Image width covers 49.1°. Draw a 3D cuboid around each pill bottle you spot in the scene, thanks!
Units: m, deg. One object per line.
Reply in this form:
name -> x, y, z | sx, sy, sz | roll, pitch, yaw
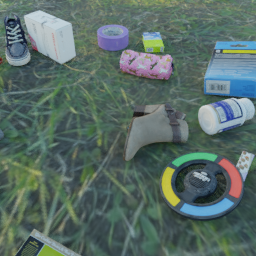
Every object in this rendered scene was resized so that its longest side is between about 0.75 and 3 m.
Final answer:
pill bottle -> 3.051, -0.415, 8.636 | 1.527, 0.914, 0.914 | -15, 46, -17

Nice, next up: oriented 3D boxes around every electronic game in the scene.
electronic game -> 1.783, 1.353, 6.908 | 2.021, 0.421, 2.021 | -9, 40, 8

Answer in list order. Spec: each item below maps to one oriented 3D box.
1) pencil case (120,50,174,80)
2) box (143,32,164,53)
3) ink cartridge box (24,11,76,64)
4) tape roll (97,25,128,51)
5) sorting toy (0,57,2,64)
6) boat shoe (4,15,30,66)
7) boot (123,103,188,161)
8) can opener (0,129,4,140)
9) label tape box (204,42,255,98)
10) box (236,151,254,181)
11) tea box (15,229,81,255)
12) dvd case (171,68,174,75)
pencil case -> 0.690, -2.442, 10.742 | 2.057, 0.852, 0.890 | 11, 53, 15
box -> 1.119, -3.877, 12.653 | 0.827, 0.323, 1.356 | -2, 44, -3
ink cartridge box -> -3.230, -3.802, 11.717 | 2.066, 1.514, 0.855 | 31, 52, 27
tape roll -> -0.677, -4.109, 12.706 | 1.400, 0.595, 1.400 | 0, 43, 0
sorting toy -> -5.711, -2.785, 11.443 | 1.039, 0.427, 0.624 | -29, 51, -27
boat shoe -> -4.831, -3.778, 11.881 | 1.004, 1.247, 2.689 | -15, 45, -15
boot -> 0.888, 0.132, 8.199 | 1.708, 0.821, 2.337 | 13, 51, 3
can opener -> -4.574, -0.172, 8.770 | 2.014, 0.530, 0.669 | 33, 88, 31
label tape box -> 3.924, -2.206, 10.270 | 1.778, 0.781, 2.466 | 8, 47, 24
box -> 2.900, 1.256, 7.314 | 0.313, 0.335, 1.617 | 23, 48, 23
tea box -> -1.612, 2.772, 5.266 | 1.152, 0.770, 1.133 | 27, 50, 9
dvd case -> 1.476, -2.421, 11.320 | 0.685, 0.074, 0.922 | 2, 44, 2
